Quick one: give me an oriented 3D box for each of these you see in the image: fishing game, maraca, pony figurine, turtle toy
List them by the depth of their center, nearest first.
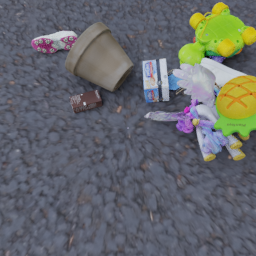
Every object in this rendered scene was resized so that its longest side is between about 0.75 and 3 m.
[{"bbox_3d":[3.132,-0.625,7.761,1.456,1.136,2.124,-2,52,37],"label":"maraca"},{"bbox_3d":[2.347,-0.440,8.799,2.849,2.458,2.951,3,52,-35],"label":"pony figurine"},{"bbox_3d":[1.694,-1.683,10.345,0.752,0.163,1.050,-36,58,-2],"label":"fishing game"},{"bbox_3d":[3.165,-3.220,10.450,2.891,1.461,2.107,-29,66,-14],"label":"turtle toy"}]

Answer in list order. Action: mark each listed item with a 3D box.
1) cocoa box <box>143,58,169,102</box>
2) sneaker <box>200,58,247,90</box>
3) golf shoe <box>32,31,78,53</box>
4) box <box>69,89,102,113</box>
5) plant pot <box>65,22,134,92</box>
[{"bbox_3d":[0.984,-1.675,9.930,0.843,0.857,1.285,-5,62,7],"label":"cocoa box"},{"bbox_3d":[3.545,-1.646,10.082,2.299,0.837,0.973,21,97,-3],"label":"sneaker"},{"bbox_3d":[-2.872,-3.456,11.127,1.820,0.685,0.833,-5,45,-4],"label":"golf shoe"},{"bbox_3d":[-1.475,-0.933,9.850,1.048,0.393,0.525,-16,64,-10],"label":"box"},{"bbox_3d":[-0.846,-2.306,9.861,1.796,2.070,2.070,39,68,0],"label":"plant pot"}]
